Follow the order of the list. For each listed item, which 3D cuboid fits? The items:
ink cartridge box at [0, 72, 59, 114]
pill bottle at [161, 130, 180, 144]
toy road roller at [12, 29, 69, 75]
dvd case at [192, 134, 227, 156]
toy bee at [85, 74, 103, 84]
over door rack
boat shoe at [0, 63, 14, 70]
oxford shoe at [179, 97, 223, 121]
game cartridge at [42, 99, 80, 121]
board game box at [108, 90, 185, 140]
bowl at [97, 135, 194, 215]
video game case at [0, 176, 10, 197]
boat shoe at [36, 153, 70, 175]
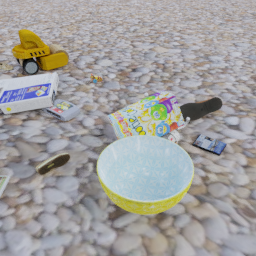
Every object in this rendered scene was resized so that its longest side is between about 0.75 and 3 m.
[{"bbox_3d":[-4.306,-1.470,11.649,2.597,0.610,2.567,-11,34,-1],"label":"ink cartridge box"},{"bbox_3d":[1.189,0.495,8.897,0.624,0.624,1.073,21,41,27],"label":"pill bottle"},{"bbox_3d":[-4.445,-3.988,14.127,2.637,1.925,1.620,-19,39,-25],"label":"toy road roller"},{"bbox_3d":[2.705,0.552,9.297,0.947,0.083,0.676,22,42,27],"label":"dvd case"},{"bbox_3d":[-1.577,-2.322,13.081,0.796,0.433,0.521,-26,44,-32],"label":"toy bee"},{"bbox_3d":[0.850,-0.363,9.669,2.296,0.765,1.696,-27,60,-33],"label":"over door rack"},{"bbox_3d":[-6.345,-3.192,14.409,0.955,0.310,0.345,10,36,14],"label":"boat shoe"},{"bbox_3d":[2.595,-0.673,10.713,1.933,0.690,0.689,-14,2,-10],"label":"oxford shoe"},{"bbox_3d":[-2.578,-0.731,10.984,1.365,0.279,0.909,24,38,30],"label":"game cartridge"},{"bbox_3d":[0.560,-0.258,8.920,2.051,1.056,1.075,-26,21,-7],"label":"board game box"},{"bbox_3d":[0.418,1.359,7.117,2.351,1.265,2.351,-1,36,1],"label":"bowl"},{"bbox_3d":[-3.873,1.692,7.652,0.941,0.114,1.034,1,34,1],"label":"video game case"},{"bbox_3d":[-2.278,1.003,8.440,1.060,0.380,0.404,-24,30,-30],"label":"boat shoe"}]
